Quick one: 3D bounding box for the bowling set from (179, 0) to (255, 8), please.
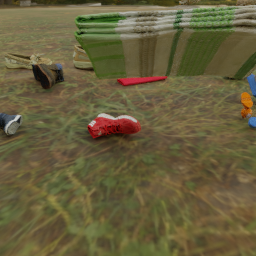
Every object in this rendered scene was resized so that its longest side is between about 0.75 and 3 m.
[{"bbox_3d":[1.851,-3.064,6.370,2.129,1.482,1.143,-20,18,5],"label":"bowling set"}]

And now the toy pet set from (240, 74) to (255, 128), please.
[{"bbox_3d":[4.064,-0.771,7.987,2.228,1.183,2.080,-5,62,-2],"label":"toy pet set"}]

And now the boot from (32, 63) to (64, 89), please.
[{"bbox_3d":[-2.725,-2.008,10.152,1.082,0.834,2.232,-16,30,-24],"label":"boot"}]

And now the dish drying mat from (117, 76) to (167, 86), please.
[{"bbox_3d":[0.542,-1.870,10.590,1.821,0.166,0.699,-12,31,-22],"label":"dish drying mat"}]

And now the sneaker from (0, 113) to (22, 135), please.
[{"bbox_3d":[-3.098,-0.109,6.934,0.686,0.361,0.949,8,17,-7],"label":"sneaker"}]

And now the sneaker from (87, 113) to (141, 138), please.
[{"bbox_3d":[-0.397,0.059,6.676,1.335,0.523,0.771,5,34,37],"label":"sneaker"}]

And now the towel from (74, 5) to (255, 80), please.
[{"bbox_3d":[0.797,-1.178,4.609,2.939,0.451,2.193,-2,-10,4],"label":"towel"}]

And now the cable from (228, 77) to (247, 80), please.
[{"bbox_3d":[4.289,-2.395,11.202,1.016,0.527,2.092,10,29,19],"label":"cable"}]

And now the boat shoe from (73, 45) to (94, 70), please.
[{"bbox_3d":[-0.954,-2.972,11.649,2.975,1.133,1.066,7,28,13],"label":"boat shoe"}]

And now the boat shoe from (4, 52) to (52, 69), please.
[{"bbox_3d":[-4.334,-2.937,12.131,2.005,0.628,0.735,-2,28,-3],"label":"boat shoe"}]
